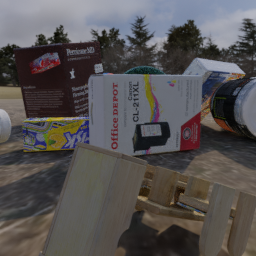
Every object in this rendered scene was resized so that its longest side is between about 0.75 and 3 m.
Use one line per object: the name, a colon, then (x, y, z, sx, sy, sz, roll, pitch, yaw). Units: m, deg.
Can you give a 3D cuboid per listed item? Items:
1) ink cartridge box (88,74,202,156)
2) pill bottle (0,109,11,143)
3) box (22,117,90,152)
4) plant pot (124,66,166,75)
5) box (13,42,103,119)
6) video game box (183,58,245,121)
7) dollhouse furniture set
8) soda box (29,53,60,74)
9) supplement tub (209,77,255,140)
ink cartridge box: (0.385, -0.314, 6.128, 2.303, 1.678, 0.954, -4, 10, -23)
pill bottle: (-3.593, 0.023, 6.183, 0.991, 0.991, 1.742, 5, 8, 33)
box: (-1.343, 0.115, 6.523, 2.041, 0.715, 0.656, -2, 8, -13)
plant pot: (0.217, -0.555, 7.731, 1.922, 1.922, 1.543, -3, -4, -22)
box: (-2.607, -1.829, 11.349, 2.456, 2.992, 2.482, 3, 18, 28)
video game box: (2.526, -1.170, 10.116, 2.968, 0.695, 2.704, -8, -33, -45)
dollhouse furniture set: (0.140, 0.771, 2.359, 1.395, 0.926, 1.222, 23, -9, -40)
soda box: (-2.713, -2.081, 9.047, 1.181, 0.375, 0.413, -9, 9, 44)
supplement tub: (3.560, -0.636, 8.369, 1.720, 1.720, 2.807, -1, 8, -4)
